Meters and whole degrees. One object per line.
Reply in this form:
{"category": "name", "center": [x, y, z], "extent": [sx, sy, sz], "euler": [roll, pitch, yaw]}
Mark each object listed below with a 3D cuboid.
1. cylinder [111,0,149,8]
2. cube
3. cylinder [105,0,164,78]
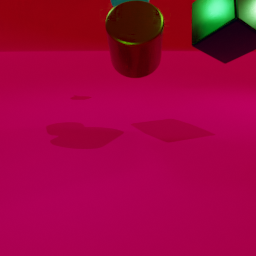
{"category": "cylinder", "center": [0.092, -3.428, 6.887], "extent": [0.932, 0.932, 0.932], "euler": [7, -26, 3]}
{"category": "cube", "center": [2.538, -2.658, 7.017], "extent": [1.344, 1.344, 1.344], "euler": [15, -21, -31]}
{"category": "cylinder", "center": [0.168, -2.011, 6.484], "extent": [1.258, 1.258, 1.258], "euler": [1, -23, 4]}
